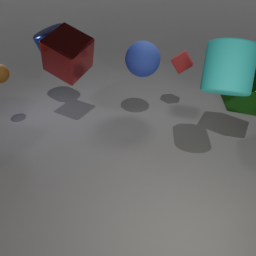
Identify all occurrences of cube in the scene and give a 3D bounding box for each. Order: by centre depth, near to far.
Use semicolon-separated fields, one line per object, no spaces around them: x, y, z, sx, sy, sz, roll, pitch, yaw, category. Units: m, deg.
4.340;-1.452;10.148;1.400;1.400;1.400;17;66;44;cube
-2.225;-2.734;10.396;1.400;1.400;1.400;31;57;9;cube
2.342;-2.845;12.083;0.700;0.700;0.700;-29;9;22;cube

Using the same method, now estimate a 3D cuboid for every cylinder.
2.866;-1.690;7.982;1.400;1.400;1.400;8;5;-1;cylinder
-3.098;-3.520;11.981;1.400;1.400;1.400;-16;33;11;cylinder

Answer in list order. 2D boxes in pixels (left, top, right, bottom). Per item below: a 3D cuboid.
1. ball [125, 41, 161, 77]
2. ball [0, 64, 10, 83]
0.587;-2.729;11.110;1.400;1.400;1.400;0;32;0;ball
-4.686;-1.979;10.192;0.700;0.700;0.700;0;32;0;ball
